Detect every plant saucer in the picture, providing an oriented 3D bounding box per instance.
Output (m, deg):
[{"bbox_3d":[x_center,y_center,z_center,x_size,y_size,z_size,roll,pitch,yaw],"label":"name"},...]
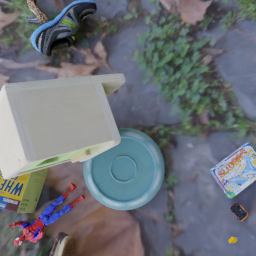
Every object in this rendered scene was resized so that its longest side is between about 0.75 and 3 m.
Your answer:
[{"bbox_3d":[-0.108,1.010,6.932,2.055,0.282,2.055,0,86,2],"label":"plant saucer"}]

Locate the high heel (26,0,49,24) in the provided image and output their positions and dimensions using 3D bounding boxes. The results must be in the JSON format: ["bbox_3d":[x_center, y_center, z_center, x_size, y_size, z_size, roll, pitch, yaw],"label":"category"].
[{"bbox_3d":[-2.724,-3.742,8.651,0.740,0.371,1.038,7,90,9],"label":"high heel"}]

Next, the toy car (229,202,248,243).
[{"bbox_3d":[2.678,2.362,6.983,0.312,0.460,0.937,25,92,-37],"label":"toy car"}]

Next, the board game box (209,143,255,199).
[{"bbox_3d":[2.865,1.086,7.247,1.281,0.221,0.867,-35,87,-9],"label":"board game box"}]

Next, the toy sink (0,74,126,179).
[{"bbox_3d":[-1.284,-0.026,6.018,2.706,1.764,1.516,-14,81,-39],"label":"toy sink"}]

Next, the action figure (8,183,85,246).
[{"bbox_3d":[-1.986,2.124,6.666,1.927,0.954,0.629,-41,77,-8],"label":"action figure"}]

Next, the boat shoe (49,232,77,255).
[{"bbox_3d":[-1.726,3.229,6.580,0.555,0.556,1.542,14,83,36],"label":"boat shoe"}]

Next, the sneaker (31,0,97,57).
[{"bbox_3d":[-1.774,-2.932,8.306,2.230,0.791,0.924,-42,91,-9],"label":"sneaker"}]

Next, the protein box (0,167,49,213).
[{"bbox_3d":[-2.616,1.334,6.726,0.815,1.200,1.209,13,74,4],"label":"protein box"}]
